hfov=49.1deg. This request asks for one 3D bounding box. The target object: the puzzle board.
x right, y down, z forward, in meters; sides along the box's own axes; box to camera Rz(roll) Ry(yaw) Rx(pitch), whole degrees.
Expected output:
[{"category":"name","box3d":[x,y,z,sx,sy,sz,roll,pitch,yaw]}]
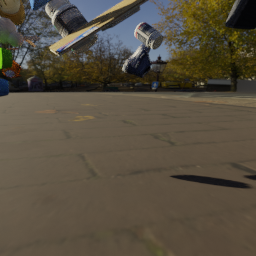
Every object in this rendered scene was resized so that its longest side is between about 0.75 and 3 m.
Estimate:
[{"category":"puzzle board","box3d":[-0.607,-2.092,5.744,2.120,0.184,1.598,-35,28,-6]}]

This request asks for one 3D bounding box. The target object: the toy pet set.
[{"category":"toy pet set","box3d":[-1.729,-2.473,5.344,1.521,2.675,2.865,-3,-34,-32]}]

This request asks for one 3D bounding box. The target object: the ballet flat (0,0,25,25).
[{"category":"ballet flat","box3d":[-3.019,-3.336,6.568,0.731,2.130,0.671,-29,47,-12]}]

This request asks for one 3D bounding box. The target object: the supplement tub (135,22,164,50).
[{"category":"supplement tub","box3d":[0.651,-2.872,8.738,0.807,0.567,0.567,44,30,22]}]

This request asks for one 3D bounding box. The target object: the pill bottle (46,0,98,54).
[{"category":"pill bottle","box3d":[-1.602,-2.930,7.945,0.839,1.484,0.839,-37,0,0]}]

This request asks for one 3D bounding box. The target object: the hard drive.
[{"category":"hard drive","box3d":[2.727,-2.981,5.623,0.591,1.883,2.792,29,36,5]}]

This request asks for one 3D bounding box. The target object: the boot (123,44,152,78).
[{"category":"boot","box3d":[0.578,-2.422,10.114,0.795,0.640,1.760,27,55,14]}]
